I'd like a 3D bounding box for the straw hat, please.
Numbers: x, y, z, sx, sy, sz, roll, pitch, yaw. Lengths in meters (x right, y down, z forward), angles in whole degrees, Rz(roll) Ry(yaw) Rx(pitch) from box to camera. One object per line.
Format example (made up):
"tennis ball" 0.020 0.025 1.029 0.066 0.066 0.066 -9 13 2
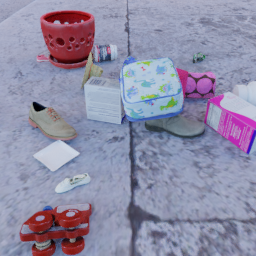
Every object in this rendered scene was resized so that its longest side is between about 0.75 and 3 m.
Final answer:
"straw hat" -1.678 -2.681 13.730 0.851 2.011 2.011 15 37 -9

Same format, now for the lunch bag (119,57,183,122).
"lunch bag" 0.776 -1.446 10.120 2.153 1.104 2.678 -10 42 4

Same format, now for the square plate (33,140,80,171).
"square plate" -2.597 1.010 10.194 1.223 0.174 1.211 28 45 31

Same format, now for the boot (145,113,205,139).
"boot" 1.833 -0.546 10.975 2.549 1.665 0.863 8 39 10

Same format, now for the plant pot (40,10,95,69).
"plant pot" -3.276 -5.004 15.915 2.934 2.671 2.934 0 38 0

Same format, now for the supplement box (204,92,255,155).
"supplement box" 4.322 -0.273 10.984 1.218 1.244 2.408 -21 44 -23

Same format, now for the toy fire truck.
"toy fire truck" -1.904 2.601 7.645 1.825 1.023 1.533 -4 14 -6

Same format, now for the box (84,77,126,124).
"box" -0.901 -1.154 11.739 1.548 1.683 0.883 9 37 12

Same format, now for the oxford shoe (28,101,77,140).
"oxford shoe" -3.074 -0.292 11.144 2.586 0.967 0.911 23 32 25

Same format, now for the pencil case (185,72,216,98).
"pencil case" 2.672 -2.157 13.272 2.939 1.377 1.334 3 25 1

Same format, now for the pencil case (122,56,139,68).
"pencil case" 0.895 -3.037 14.688 2.555 1.109 0.997 23 83 28

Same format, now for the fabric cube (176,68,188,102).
"fabric cube" 1.466 -1.601 12.303 1.696 1.729 1.723 20 42 23

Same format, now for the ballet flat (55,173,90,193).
"ballet flat" -1.803 1.735 9.087 1.181 0.410 0.410 -16 40 -19

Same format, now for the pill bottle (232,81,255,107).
"pill bottle" 5.954 -1.350 12.262 2.464 1.364 1.364 3 38 4

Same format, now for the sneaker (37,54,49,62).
"sneaker" -4.962 -4.196 16.715 0.984 0.427 0.363 -10 39 -14

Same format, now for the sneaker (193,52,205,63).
"sneaker" 4.225 -4.178 16.660 0.513 0.470 1.205 25 44 29

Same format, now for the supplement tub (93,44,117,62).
"supplement tub" -1.352 -4.468 16.653 1.331 0.934 0.934 -8 38 -9
